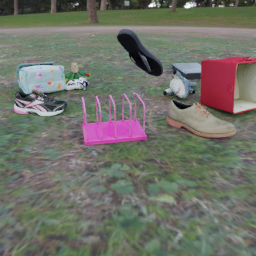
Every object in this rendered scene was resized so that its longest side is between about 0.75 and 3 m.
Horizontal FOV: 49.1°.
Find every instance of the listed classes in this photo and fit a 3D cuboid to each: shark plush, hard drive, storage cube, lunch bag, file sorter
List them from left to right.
[{"bbox_3d":[-4.430,-2.543,14.092,1.994,1.427,2.340,-12,22,-28],"label":"lunch bag"},{"bbox_3d":[-0.526,-0.394,9.640,2.069,1.298,1.438,-5,25,-11],"label":"file sorter"},{"bbox_3d":[2.784,-1.921,13.986,1.178,1.285,2.827,34,16,19],"label":"shark plush"},{"bbox_3d":[3.976,-3.579,17.443,1.767,0.416,2.532,-5,26,-10],"label":"hard drive"},{"bbox_3d":[4.444,-1.884,11.837,1.930,2.258,2.030,-13,21,-23],"label":"storage cube"}]

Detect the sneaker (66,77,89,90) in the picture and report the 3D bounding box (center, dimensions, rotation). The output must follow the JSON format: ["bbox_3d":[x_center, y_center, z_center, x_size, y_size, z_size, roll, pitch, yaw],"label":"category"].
[{"bbox_3d":[-2.539,-2.177,14.376,1.217,0.486,0.792,-23,37,-33],"label":"sneaker"}]

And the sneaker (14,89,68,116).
[{"bbox_3d":[-3.657,-1.088,11.506,2.247,0.970,0.903,1,27,0],"label":"sneaker"}]

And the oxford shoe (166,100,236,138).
[{"bbox_3d":[2.530,-0.361,9.944,2.600,0.972,0.916,16,30,30],"label":"oxford shoe"}]

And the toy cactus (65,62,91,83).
[{"bbox_3d":[-2.776,-2.762,14.751,1.664,1.373,0.851,-10,47,-9],"label":"toy cactus"}]

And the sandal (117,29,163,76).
[{"bbox_3d":[0.322,-2.081,8.242,0.738,1.941,0.416,-1,62,45],"label":"sandal"}]
